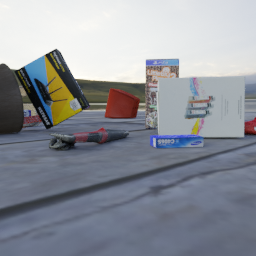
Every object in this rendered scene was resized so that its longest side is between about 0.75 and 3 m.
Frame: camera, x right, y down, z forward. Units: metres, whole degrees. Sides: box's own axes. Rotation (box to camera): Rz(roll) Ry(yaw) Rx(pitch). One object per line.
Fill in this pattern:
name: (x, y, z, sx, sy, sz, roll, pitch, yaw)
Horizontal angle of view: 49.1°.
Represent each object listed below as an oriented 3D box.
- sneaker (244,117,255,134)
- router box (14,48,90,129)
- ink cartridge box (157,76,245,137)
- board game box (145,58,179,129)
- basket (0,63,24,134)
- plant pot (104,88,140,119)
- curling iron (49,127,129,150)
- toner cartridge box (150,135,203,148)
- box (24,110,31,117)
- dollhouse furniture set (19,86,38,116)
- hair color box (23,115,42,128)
sneaker: (4.511, -0.513, 9.108, 2.365, 1.366, 0.927, -3, 6, -35)
router box: (-2.593, -1.336, 9.730, 1.687, 2.261, 0.577, -29, 4, 2)
ink cartridge box: (2.005, -0.607, 8.246, 2.323, 1.680, 1.688, 0, 5, 6)
board game box: (1.397, -1.384, 11.750, 1.303, 2.691, 2.145, 0, 5, 5)
basket: (-4.657, -0.682, 8.163, 1.709, 2.265, 2.513, 1, 13, 43)
plant pot: (-0.290, -1.583, 20.054, 1.826, 2.073, 2.071, 16, 9, 18)
curling iron: (-0.770, 0.174, 6.750, 0.726, 0.374, 2.929, 2, 5, 31)
toner cartridge box: (1.066, 0.289, 6.209, 1.070, 0.231, 0.508, -1, 6, -9)
box: (-5.091, -0.416, 11.961, 1.274, 0.727, 1.385, 4, 5, 31)
dollhouse furniture set: (-4.802, -1.428, 15.720, 1.489, 2.155, 2.283, 3, 17, 33)
hair color box: (-3.645, -0.221, 10.216, 0.909, 0.291, 0.504, -12, -12, -44)
